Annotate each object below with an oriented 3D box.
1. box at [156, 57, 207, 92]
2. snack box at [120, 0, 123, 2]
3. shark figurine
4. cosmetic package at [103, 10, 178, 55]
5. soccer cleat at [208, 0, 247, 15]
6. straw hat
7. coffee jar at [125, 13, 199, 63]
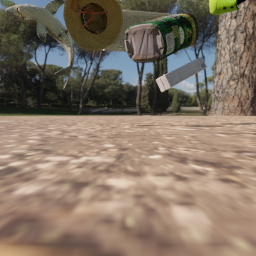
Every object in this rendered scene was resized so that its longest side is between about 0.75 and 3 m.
[{"bbox_3d":[2.142,-2.132,10.887,2.666,0.552,0.516,-33,6,-38],"label":"box"},{"bbox_3d":[-0.054,-4.366,8.421,0.173,0.931,0.541,47,11,34],"label":"snack box"},{"bbox_3d":[-2.463,-3.015,9.558,1.776,2.973,1.241,-38,9,-19],"label":"shark figurine"},{"bbox_3d":[0.488,-3.758,11.039,2.967,1.561,1.054,2,19,-11],"label":"cosmetic package"},{"bbox_3d":[2.434,-3.089,6.016,0.787,1.942,0.656,19,-26,40],"label":"soccer cleat"},{"bbox_3d":[-0.673,-2.241,5.740,1.250,1.250,0.529,0,18,3],"label":"straw hat"},{"bbox_3d":[0.892,-2.209,6.735,1.064,0.871,2.041,5,26,36],"label":"coffee jar"}]
